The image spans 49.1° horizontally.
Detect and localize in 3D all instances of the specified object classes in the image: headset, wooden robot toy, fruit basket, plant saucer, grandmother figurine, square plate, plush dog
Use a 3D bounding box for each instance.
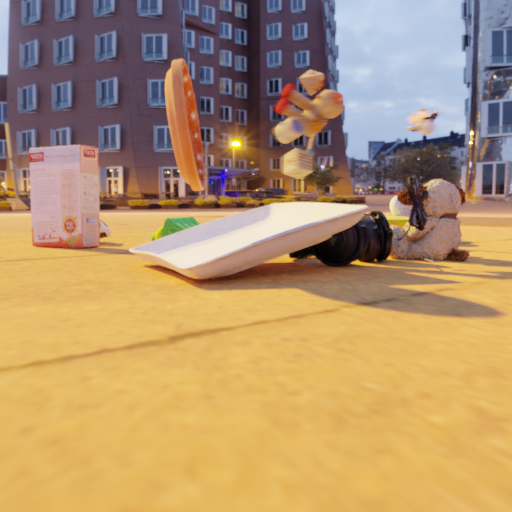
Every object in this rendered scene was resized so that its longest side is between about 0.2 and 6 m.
[{"bbox_3d":[1.779,-0.519,10.049,1.761,1.340,2.851,-6,-3,-41],"label":"headset"},{"bbox_3d":[1.061,-2.673,10.278,1.064,2.415,1.096,30,-26,-25],"label":"wooden robot toy"},{"bbox_3d":[-1.927,-0.515,13.122,1.209,0.872,1.209,15,14,-4],"label":"fruit basket"},{"bbox_3d":[-1.058,-1.912,8.335,0.309,1.912,1.912,-8,6,1],"label":"plant saucer"},{"bbox_3d":[3.744,-2.978,12.479,0.363,0.727,1.200,40,28,-13],"label":"grandmother figurine"},{"bbox_3d":[-0.240,-0.287,9.274,3.087,0.443,3.117,-20,14,-24],"label":"square plate"},{"bbox_3d":[3.466,-0.703,10.817,1.794,1.541,1.439,-4,7,-31],"label":"plush dog"}]

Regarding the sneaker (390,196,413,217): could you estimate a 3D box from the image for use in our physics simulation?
[{"bbox_3d":[4.192,-0.982,15.402,0.970,0.920,2.409,8,-14,44],"label":"sneaker"}]

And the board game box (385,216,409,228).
[{"bbox_3d":[2.950,-0.631,14.135,1.554,0.728,3.059,-2,6,-17],"label":"board game box"}]

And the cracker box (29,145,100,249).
[{"bbox_3d":[-4.614,-1.410,13.511,1.610,2.403,0.693,3,6,25],"label":"cracker box"}]

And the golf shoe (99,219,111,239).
[{"bbox_3d":[-4.848,-0.653,15.089,2.201,0.856,1.040,3,-15,37],"label":"golf shoe"}]
